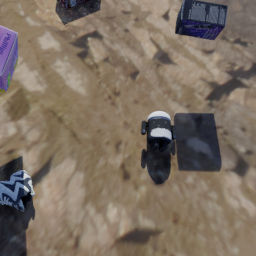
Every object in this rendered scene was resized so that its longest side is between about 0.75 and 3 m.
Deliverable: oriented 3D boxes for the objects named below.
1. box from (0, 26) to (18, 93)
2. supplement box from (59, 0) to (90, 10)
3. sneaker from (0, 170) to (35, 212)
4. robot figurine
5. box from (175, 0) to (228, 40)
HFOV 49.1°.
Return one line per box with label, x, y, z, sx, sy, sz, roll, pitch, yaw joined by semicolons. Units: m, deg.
box;-3.832;-1.848;6.484;2.239;1.969;1.082;19;80;-19
supplement box;-1.905;-5.196;10.701;1.538;0.468;0.837;-26;68;-13
sneaker;-3.120;1.881;7.262;1.501;0.599;0.977;-29;59;-24
robot figurine;0.888;0.092;8.070;0.726;0.874;1.164;-14;60;33
box;2.039;-3.051;7.936;1.240;0.918;0.647;9;84;1
